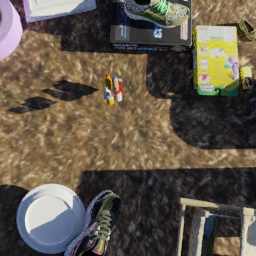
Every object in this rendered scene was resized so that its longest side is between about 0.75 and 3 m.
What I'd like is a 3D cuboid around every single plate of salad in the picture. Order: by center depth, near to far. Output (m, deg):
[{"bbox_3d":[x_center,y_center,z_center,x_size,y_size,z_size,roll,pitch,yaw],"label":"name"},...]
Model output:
[{"bbox_3d":[-2.455,2.909,9.077,2.238,0.538,2.238,0,90,0],"label":"plate of salad"}]

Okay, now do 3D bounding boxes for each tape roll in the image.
[{"bbox_3d":[-5.279,-3.708,10.127,2.618,0.859,2.618,0,80,0],"label":"tape roll"}]

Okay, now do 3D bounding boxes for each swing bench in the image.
[{"bbox_3d":[2.648,3.488,8.152,2.527,1.639,2.513,5,78,16],"label":"swing bench"}]

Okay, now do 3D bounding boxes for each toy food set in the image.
[{"bbox_3d":[-0.503,-1.334,9.311,0.627,1.314,0.591,-4,121,1],"label":"toy food set"}]

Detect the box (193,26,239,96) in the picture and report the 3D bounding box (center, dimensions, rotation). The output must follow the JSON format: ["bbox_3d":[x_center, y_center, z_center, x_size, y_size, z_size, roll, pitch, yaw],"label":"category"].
[{"bbox_3d":[3.120,-2.346,10.012,1.496,0.617,2.551,2,77,0],"label":"box"}]

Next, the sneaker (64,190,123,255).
[{"bbox_3d":[-0.888,3.296,8.543,1.089,1.170,2.711,28,85,-22],"label":"sneaker"}]

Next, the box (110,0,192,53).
[{"bbox_3d":[0.864,-4.294,10.324,2.903,0.727,2.925,3,80,1],"label":"box"}]

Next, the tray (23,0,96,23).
[{"bbox_3d":[-2.660,-4.968,10.647,2.709,0.300,1.454,-12,79,-2],"label":"tray"}]

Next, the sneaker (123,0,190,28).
[{"bbox_3d":[0.952,-4.040,9.380,2.311,1.024,0.889,9,84,2],"label":"sneaker"}]

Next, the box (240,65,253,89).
[{"bbox_3d":[4.285,-1.834,10.111,0.313,0.208,0.831,-5,79,-1],"label":"box"}]

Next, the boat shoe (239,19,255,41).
[{"bbox_3d":[4.522,-3.617,10.393,0.347,0.297,0.946,-42,82,-7],"label":"boat shoe"}]
